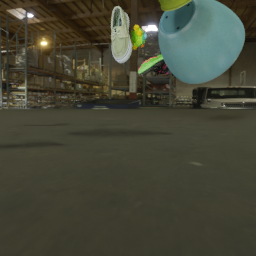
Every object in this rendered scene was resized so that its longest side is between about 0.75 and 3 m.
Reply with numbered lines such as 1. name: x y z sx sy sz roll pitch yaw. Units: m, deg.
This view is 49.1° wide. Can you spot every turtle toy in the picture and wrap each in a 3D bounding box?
1. turtle toy: 0.418 -3.609 11.035 0.549 0.792 1.087 2 45 -23

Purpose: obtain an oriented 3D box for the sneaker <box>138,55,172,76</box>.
1. sneaker: 1.293 -2.307 10.395 1.954 0.819 0.750 -23 19 -16

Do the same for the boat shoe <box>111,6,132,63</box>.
1. boat shoe: -0.341 -3.366 10.087 0.781 2.170 0.673 -14 -24 24

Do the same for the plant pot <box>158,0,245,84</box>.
1. plant pot: 1.680 -2.516 7.400 2.248 2.248 1.514 5 -16 44

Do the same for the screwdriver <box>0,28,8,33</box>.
1. screwdriver: -4.853 -3.736 10.138 0.190 0.182 1.308 -16 -16 15

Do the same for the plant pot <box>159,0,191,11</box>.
1. plant pot: 0.839 -2.936 5.358 0.947 0.947 0.912 5 -32 45
